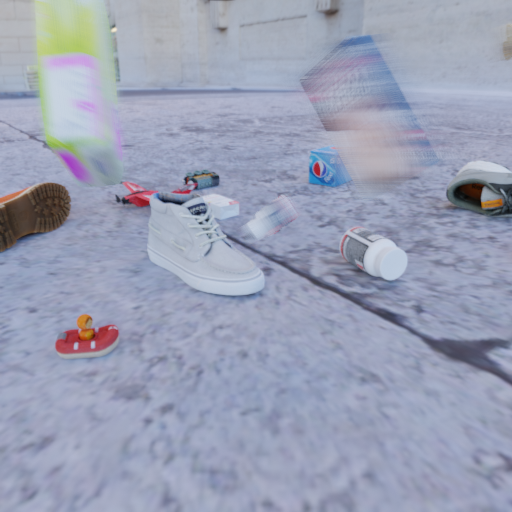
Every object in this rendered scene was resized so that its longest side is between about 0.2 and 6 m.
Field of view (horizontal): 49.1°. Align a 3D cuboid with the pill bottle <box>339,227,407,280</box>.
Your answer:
[{"bbox_3d":[1.945,-0.037,9.337,0.653,0.653,1.126,-9,23,-23],"label":"pill bottle"}]

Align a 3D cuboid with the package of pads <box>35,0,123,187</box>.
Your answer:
[{"bbox_3d":[-3.072,-3.062,9.882,1.089,3.192,2.466,-6,-7,-9],"label":"package of pads"}]

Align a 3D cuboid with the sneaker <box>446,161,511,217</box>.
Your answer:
[{"bbox_3d":[5.718,-1.255,12.006,3.374,1.247,1.338,12,33,44],"label":"sneaker"}]

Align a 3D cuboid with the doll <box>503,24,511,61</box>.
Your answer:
[{"bbox_3d":[3.641,-2.664,6.653,1.237,0.844,0.300,-5,59,12],"label":"doll"}]

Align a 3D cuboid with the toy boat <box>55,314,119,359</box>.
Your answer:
[{"bbox_3d":[-2.101,0.959,6.952,0.766,0.501,0.500,-3,21,-9],"label":"toy boat"}]

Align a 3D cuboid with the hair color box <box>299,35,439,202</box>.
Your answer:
[{"bbox_3d":[1.403,-1.723,7.091,0.556,1.836,0.918,-26,-4,-43],"label":"hair color box"}]

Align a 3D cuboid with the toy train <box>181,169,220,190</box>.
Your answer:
[{"bbox_3d":[-1.454,-2.003,14.829,1.021,0.435,0.582,-18,37,-40],"label":"toy train"}]

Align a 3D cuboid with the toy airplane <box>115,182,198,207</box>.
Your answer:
[{"bbox_3d":[-2.326,-1.424,13.306,2.101,0.387,2.101,1,23,-1],"label":"toy airplane"}]

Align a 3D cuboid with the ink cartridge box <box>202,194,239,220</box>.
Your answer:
[{"bbox_3d":[-0.877,-1.116,12.607,0.550,0.319,0.944,-17,28,-37],"label":"ink cartridge box"}]

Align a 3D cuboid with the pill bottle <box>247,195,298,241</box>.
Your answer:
[{"bbox_3d":[0.195,-0.458,6.975,0.581,0.347,0.347,-35,24,2],"label":"pill bottle"}]

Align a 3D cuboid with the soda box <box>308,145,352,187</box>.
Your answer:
[{"bbox_3d":[2.505,-2.673,15.834,0.849,0.898,2.647,15,26,34],"label":"soda box"}]

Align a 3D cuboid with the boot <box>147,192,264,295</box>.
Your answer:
[{"bbox_3d":[-0.933,-0.300,9.134,2.676,1.279,0.984,19,28,40],"label":"boot"}]

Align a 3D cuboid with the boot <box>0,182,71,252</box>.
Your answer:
[{"bbox_3d":[-4.929,-0.850,11.108,1.424,0.996,2.656,4,22,26],"label":"boot"}]
